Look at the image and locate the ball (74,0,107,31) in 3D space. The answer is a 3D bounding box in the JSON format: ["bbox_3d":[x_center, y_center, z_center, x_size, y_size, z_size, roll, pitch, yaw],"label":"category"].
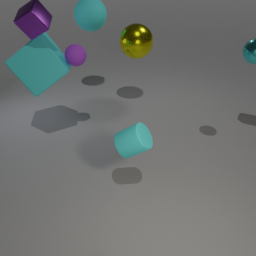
[{"bbox_3d":[-1.623,-4.907,12.085,1.400,1.400,1.400,0,31,0],"label":"ball"}]

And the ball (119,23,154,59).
[{"bbox_3d":[0.346,-3.557,11.507,1.400,1.400,1.400,0,31,0],"label":"ball"}]

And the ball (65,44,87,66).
[{"bbox_3d":[-1.695,-2.352,9.058,0.700,0.700,0.700,0,31,0],"label":"ball"}]

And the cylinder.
[{"bbox_3d":[0.135,0.310,6.886,0.700,0.700,0.700,-25,20,29],"label":"cylinder"}]

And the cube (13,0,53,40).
[{"bbox_3d":[-2.693,-3.106,7.992,0.700,0.700,0.700,-21,48,24],"label":"cube"}]

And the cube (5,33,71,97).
[{"bbox_3d":[-2.877,-2.121,9.252,1.400,1.400,1.400,-36,22,7],"label":"cube"}]

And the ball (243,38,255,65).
[{"bbox_3d":[3.482,-2.075,7.592,0.700,0.700,0.700,0,31,0],"label":"ball"}]
